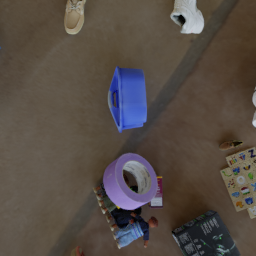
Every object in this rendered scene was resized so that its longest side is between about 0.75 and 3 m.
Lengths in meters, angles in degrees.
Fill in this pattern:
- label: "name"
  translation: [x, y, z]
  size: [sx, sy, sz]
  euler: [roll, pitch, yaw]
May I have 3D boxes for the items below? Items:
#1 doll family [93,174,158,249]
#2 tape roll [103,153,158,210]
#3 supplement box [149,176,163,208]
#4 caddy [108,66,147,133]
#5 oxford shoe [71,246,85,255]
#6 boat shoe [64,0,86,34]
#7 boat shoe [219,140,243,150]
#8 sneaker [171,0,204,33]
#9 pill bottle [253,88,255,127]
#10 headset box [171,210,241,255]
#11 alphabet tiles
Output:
- label: "doll family"
  translation: [-0.045, 2.487, 8.674]
  size: [1.403, 0.952, 2.427]
  euler: [-24, 86, -8]
- label: "tape roll"
  translation: [0.084, 1.523, 8.078]
  size: [1.501, 0.638, 1.501]
  euler: [23, 48, -28]
- label: "supplement box"
  translation: [0.866, 2.028, 8.897]
  size: [0.416, 0.537, 0.972]
  euler: [-1, 80, -1]
- label: "caddy"
  translation: [-0.081, -0.925, 8.962]
  size: [1.120, 1.509, 2.134]
  euler: [-3, 79, -5]
- label: "oxford shoe"
  translation: [-1.570, 4.766, 8.255]
  size: [0.887, 0.836, 2.372]
  euler: [-8, 80, 1]
- label: "boat shoe"
  translation: [-1.911, -4.350, 10.014]
  size: [0.703, 0.636, 1.972]
  euler: [7, 80, 1]
- label: "boat shoe"
  translation: [3.421, 0.538, 9.307]
  size: [0.795, 0.270, 0.286]
  euler: [-16, 80, -3]
- label: "sneaker"
  translation: [1.905, -4.223, 9.824]
  size: [0.992, 0.778, 1.996]
  euler: [-15, 76, -16]
- label: "pill bottle"
  translation: [4.984, -1.324, 8.959]
  size: [1.589, 1.589, 2.853]
  euler: [21, 80, 4]
- label: "headset box"
  translation: [2.377, 3.462, 8.527]
  size: [1.606, 0.745, 1.398]
  euler: [-27, 80, -5]
- label: "alphabet tiles"
  translation: [4.090, 1.772, 9.188]
  size: [1.743, 0.066, 2.094]
  euler: [-19, 80, -4]
